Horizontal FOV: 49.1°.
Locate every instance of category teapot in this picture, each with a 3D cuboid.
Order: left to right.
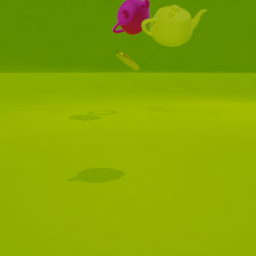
[{"bbox_3d":[0.158,-3.731,9.174,0.894,1.135,1.826,8,-34,-46],"label":"teapot"},{"bbox_3d":[0.704,-1.596,4.259,1.075,0.526,0.669,-13,51,-16],"label":"teapot"}]

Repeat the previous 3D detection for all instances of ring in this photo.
[{"bbox_3d":[-0.013,-2.494,10.348,1.051,0.210,1.051,37,5,-4],"label":"ring"}]
